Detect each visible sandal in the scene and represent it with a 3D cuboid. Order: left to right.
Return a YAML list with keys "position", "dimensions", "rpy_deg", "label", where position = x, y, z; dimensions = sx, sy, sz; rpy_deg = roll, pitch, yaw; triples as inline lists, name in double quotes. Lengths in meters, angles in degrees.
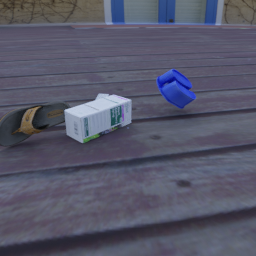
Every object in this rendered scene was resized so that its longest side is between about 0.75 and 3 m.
- position: [-2.370, -0.147, 7.263]
  dimensions: [2.110, 0.862, 0.576]
  rpy_deg: [-20, 22, -30]
  label: "sandal"

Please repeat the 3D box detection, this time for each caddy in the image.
- position: [1.515, -1.224, 9.076]
  dimensions: [1.468, 0.771, 1.038]
  rpy_deg: [22, 46, -42]
  label: "caddy"

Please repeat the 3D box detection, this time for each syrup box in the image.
- position: [-0.790, -0.316, 7.979]
  dimensions: [0.777, 0.752, 1.909]
  rpy_deg: [22, 32, 40]
  label: "syrup box"

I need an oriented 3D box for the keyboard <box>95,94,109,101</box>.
- position: [-0.992, -0.863, 9.719]
  dimensions: [0.386, 0.073, 1.373]
  rpy_deg: [-1, 33, 11]
  label: "keyboard"
